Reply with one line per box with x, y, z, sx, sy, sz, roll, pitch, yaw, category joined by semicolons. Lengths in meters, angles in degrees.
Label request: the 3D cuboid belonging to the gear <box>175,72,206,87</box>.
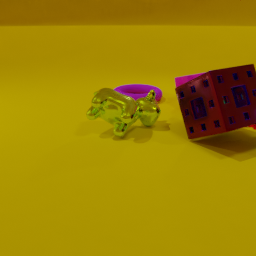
2.401;-1.460;8.264;1.990;0.368;1.990;-9;8;1;gear

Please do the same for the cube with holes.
1.991;-0.538;6.075;1.217;1.217;1.217;-13;-3;-25;cube with holes

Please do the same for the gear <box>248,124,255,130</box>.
3.459;-0.296;7.509;1.316;0.243;1.316;0;22;0;gear

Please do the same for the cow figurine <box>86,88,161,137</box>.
-0.046;-0.522;6.849;1.664;0.913;1.637;29;39;-1;cow figurine

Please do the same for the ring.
0.311;-1.167;9.543;1.722;0.344;1.722;0;22;0;ring
